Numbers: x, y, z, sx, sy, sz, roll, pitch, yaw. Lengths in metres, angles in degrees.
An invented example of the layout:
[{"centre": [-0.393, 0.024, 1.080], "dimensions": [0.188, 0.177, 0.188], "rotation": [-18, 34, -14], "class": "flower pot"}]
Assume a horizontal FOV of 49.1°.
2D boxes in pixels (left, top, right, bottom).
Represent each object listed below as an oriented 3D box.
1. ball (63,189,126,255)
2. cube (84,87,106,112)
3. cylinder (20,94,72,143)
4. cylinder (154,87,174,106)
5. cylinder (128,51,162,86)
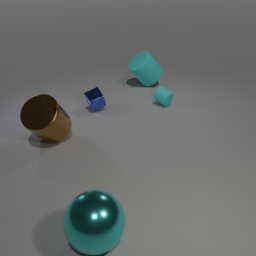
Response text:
[{"centre": [-0.755, 2.109, 6.343], "dimensions": [1.400, 1.400, 1.400], "rotation": [0, 29, 0], "class": "ball"}, {"centre": [-1.497, -1.310, 12.828], "dimensions": [0.700, 0.700, 0.700], "rotation": [-28, 58, -10], "class": "cube"}, {"centre": [-2.941, -0.309, 10.189], "dimensions": [1.400, 1.400, 1.400], "rotation": [-3, 68, 8], "class": "cylinder"}, {"centre": [1.714, -1.522, 13.510], "dimensions": [0.700, 0.700, 0.700], "rotation": [37, 44, 28], "class": "cylinder"}, {"centre": [0.964, -3.295, 15.623], "dimensions": [1.400, 1.400, 1.400], "rotation": [-26, 44, 27], "class": "cylinder"}]
